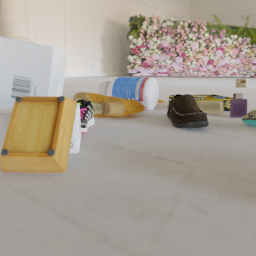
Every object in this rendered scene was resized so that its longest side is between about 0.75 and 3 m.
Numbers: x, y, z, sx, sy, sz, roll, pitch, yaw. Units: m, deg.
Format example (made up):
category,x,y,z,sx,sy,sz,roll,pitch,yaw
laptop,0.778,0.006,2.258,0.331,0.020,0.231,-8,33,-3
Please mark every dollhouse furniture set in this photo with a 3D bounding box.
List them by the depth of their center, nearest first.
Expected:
category,x,y,z,sx,sy,sz,roll,pitch,yaw
dollhouse furniture set,3.805,-1.154,11.530,1.960,1.553,1.391,1,-3,17

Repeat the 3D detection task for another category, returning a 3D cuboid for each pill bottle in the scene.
category,x,y,z,sx,sy,sz,roll,pitch,yaw
pill bottle,-0.024,-1.603,12.746,2.563,1.439,1.439,7,15,27

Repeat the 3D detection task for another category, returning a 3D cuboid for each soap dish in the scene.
category,x,y,z,sx,sy,sz,roll,pitch,yaw
soap dish,-1.710,0.075,5.393,1.228,1.560,0.634,1,-28,3

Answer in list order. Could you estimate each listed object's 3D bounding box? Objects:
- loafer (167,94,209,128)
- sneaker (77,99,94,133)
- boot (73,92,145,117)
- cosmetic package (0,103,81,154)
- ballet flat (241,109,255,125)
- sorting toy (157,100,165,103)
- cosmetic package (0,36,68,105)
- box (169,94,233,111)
category,x,y,z,sx,sy,sz,roll,pitch,yaw
loafer,1.909,-0.657,9.593,1.021,0.998,2.798,-2,13,-9
sneaker,-1.533,-0.405,8.679,0.775,0.919,2.101,2,13,8
boot,-0.794,-0.879,11.209,2.635,0.927,1.887,16,14,43
cosmetic package,-2.591,0.002,6.722,2.828,1.008,1.434,-3,13,-8
ballet flat,4.506,-0.352,8.577,0.759,0.843,2.238,15,6,-23
sorting toy,0.870,-1.658,15.478,2.399,0.327,1.351,5,14,18
cosmetic package,-2.900,-1.292,8.553,1.539,2.495,2.503,10,12,-5
box,3.320,-1.162,12.775,2.407,0.594,1.922,-3,15,-12
